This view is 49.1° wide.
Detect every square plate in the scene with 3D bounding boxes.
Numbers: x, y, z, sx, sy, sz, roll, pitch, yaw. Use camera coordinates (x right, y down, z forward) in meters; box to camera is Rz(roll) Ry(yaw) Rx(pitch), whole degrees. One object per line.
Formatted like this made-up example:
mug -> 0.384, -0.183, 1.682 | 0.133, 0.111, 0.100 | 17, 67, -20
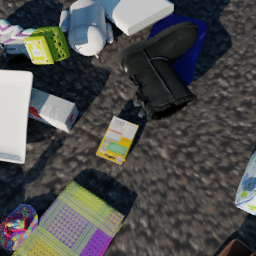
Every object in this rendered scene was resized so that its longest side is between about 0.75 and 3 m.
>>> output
square plate -> -4.173, -0.437, 8.503 | 2.676, 0.384, 2.701 | 7, 92, 10

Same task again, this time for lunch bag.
lunch bag -> 3.754, 1.361, 7.630 | 0.825, 1.609, 2.001 | 26, 69, 11

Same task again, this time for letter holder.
letter holder -> 2.689, 4.320, 6.519 | 2.102, 1.487, 2.957 | 38, 73, 16

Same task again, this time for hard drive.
hard drive -> -0.002, -4.630, 10.323 | 1.941, 0.393, 2.943 | -32, 56, -12

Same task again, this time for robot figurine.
robot figurine -> -1.427, -3.503, 9.777 | 1.919, 1.278, 2.262 | 4, 67, -22

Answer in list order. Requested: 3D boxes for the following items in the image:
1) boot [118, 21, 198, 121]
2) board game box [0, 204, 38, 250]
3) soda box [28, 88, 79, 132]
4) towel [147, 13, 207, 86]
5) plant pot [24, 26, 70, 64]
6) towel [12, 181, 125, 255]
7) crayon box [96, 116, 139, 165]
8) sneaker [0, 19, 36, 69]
boot -> 1.285, -1.713, 8.487 | 2.900, 1.073, 2.377 | -24, 69, -5
board game box -> -3.088, 2.673, 7.668 | 0.983, 0.242, 1.244 | 34, 73, 32
soda box -> -2.791, -0.692, 8.937 | 2.285, 0.725, 0.780 | 21, 69, 8
towel -> 1.554, -2.754, 9.820 | 1.923, 0.645, 2.604 | 18, 72, 8
plant pot -> -2.429, -2.389, 8.268 | 0.946, 0.941, 0.858 | 7, 39, 29
towel -> -1.648, 3.102, 7.631 | 2.056, 0.326, 2.863 | 31, 71, 13
crayon box -> -0.318, 0.414, 8.694 | 0.860, 0.353, 1.368 | 21, 69, 9
sneaker -> -4.198, -2.773, 9.670 | 2.407, 0.935, 1.683 | 12, 68, 5
